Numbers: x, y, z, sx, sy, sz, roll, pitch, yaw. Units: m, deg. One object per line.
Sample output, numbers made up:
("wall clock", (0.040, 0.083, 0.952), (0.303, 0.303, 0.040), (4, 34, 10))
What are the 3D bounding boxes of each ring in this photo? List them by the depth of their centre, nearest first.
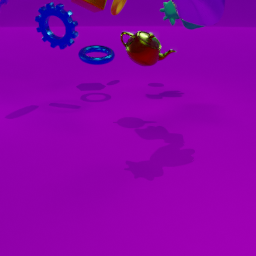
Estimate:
("ring", (-1.052, -2.467, 9.416), (1.232, 0.246, 1.232), (2, 39, -2))
("ring", (-0.296, -4.684, 10.355), (0.220, 1.102, 1.102), (33, 25, 0))

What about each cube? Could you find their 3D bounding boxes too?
("cube", (-1.237, -4.551, 9.393), (0.938, 0.938, 0.938), (14, 8, -29))

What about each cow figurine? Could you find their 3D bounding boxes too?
("cow figurine", (1.137, -1.945, 3.120), (1.585, 1.611, 0.884), (-1, 28, -40))
("cow figurine", (1.785, -3.526, 8.686), (1.493, 0.833, 1.518), (-19, -16, 7))

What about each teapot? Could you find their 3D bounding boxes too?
("teapot", (0.434, -1.842, 6.403), (1.366, 0.669, 0.849), (17, 44, -20))

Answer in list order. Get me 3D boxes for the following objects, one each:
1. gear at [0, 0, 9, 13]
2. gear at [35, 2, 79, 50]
("gear", (-3.080, -3.125, 6.275), (0.242, 1.310, 1.310), (31, 25, 0))
("gear", (-1.925, -2.743, 7.580), (1.184, 1.184, 0.219), (7, 37, 17))
